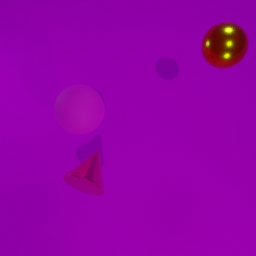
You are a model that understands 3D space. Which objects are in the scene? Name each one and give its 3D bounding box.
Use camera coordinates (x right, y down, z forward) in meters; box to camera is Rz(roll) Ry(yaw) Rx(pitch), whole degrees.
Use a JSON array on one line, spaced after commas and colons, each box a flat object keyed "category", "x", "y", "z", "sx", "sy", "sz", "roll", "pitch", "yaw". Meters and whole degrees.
[{"category": "ball", "x": 1.626, "y": -1.388, "z": 4.731, "sx": 0.767, "sy": 0.767, "sz": 0.767, "roll": 0, "pitch": 70, "yaw": 0}, {"category": "cone", "x": -0.761, "y": 0.807, "z": 5.822, "sx": 0.880, "sy": 0.880, "sz": 0.883, "roll": 18, "pitch": 60, "yaw": 6}, {"category": "ball", "x": -0.960, "y": -0.366, "z": 5.588, "sx": 0.987, "sy": 0.987, "sz": 0.987, "roll": 0, "pitch": 70, "yaw": 0}]
